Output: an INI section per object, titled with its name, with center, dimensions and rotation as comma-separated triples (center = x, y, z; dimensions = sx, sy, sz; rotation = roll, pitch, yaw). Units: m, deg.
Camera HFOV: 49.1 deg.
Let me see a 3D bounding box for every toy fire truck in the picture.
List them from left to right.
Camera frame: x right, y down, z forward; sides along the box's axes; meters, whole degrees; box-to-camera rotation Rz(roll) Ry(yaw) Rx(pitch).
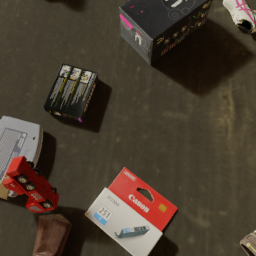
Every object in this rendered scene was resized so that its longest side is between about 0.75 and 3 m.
[toy fire truck]
center = -3.235, 1.517, 7.644
dimensions = 1.742, 2.470, 0.602
rotation = -17, 35, 17

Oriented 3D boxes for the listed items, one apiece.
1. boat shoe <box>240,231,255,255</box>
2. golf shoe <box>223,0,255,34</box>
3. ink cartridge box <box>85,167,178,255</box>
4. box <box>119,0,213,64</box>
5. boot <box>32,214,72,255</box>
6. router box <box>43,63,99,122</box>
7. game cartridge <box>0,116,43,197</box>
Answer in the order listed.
[boat shoe]
center = 3.967, 4.003, 7.510
dimensions = 0.716, 0.864, 2.405
rotation = -25, 68, -8
[golf shoe]
center = 4.234, -4.293, 10.533
dimensions = 0.816, 0.643, 1.771
rotation = -42, 76, -13
[ink cartridge box]
center = 0.134, 2.457, 8.250
dimensions = 2.109, 0.472, 1.858
rotation = 36, 75, 11
[box]
center = 1.321, -3.979, 9.952
dimensions = 2.866, 1.520, 1.752
rotation = -39, 75, -12
[boot]
center = -1.813, 3.524, 7.820
dimensions = 1.947, 0.671, 2.089
rotation = 11, 67, 3
[router box]
center = -1.910, -1.226, 9.535
dimensions = 1.320, 0.452, 1.770
rotation = 16, 70, 5
[game cartridge]
center = -3.659, 0.883, 8.830
dimensions = 1.575, 0.484, 2.366
rotation = 14, 71, 9
